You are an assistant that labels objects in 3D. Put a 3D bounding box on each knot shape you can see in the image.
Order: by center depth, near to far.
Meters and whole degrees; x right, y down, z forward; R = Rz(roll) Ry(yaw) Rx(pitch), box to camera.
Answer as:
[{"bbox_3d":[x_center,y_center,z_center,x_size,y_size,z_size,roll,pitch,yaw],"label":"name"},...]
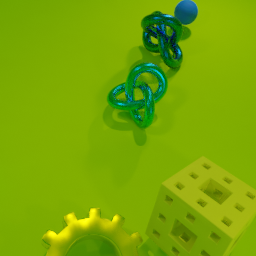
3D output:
[{"bbox_3d":[0.165,-0.857,7.313,1.545,0.763,1.651,9,87,31],"label":"knot shape"},{"bbox_3d":[0.975,-2.849,8.617,0.891,1.927,1.804,-35,45,-1],"label":"knot shape"}]

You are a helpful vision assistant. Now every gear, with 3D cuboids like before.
[{"bbox_3d":[-0.640,2.517,5.051,2.043,0.378,2.043,8,54,-11],"label":"gear"}]

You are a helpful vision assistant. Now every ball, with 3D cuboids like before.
[{"bbox_3d":[1.991,-3.968,9.622,0.805,0.805,0.805,0,54,0],"label":"ball"}]

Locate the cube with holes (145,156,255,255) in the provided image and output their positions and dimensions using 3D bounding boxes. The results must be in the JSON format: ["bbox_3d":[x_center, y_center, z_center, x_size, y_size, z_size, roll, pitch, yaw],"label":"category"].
[{"bbox_3d":[1.354,1.596,5.060,1.328,1.328,1.328,35,39,32],"label":"cube with holes"}]
